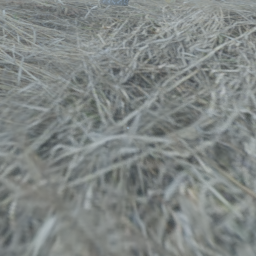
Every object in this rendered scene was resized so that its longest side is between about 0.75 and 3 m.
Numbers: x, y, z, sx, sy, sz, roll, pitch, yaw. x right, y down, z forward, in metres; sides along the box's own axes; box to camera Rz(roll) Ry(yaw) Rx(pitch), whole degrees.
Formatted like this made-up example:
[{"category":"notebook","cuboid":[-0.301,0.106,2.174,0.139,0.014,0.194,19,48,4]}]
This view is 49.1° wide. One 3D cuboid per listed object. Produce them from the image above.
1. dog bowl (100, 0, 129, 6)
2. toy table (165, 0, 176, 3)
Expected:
[{"category":"dog bowl","cuboid":[-0.420,-3.874,8.490,0.964,0.283,0.964,5,24,-2]},{"category":"toy table","cuboid":[0.947,-4.586,7.388,2.143,2.331,1.365,-36,61,-21]}]
